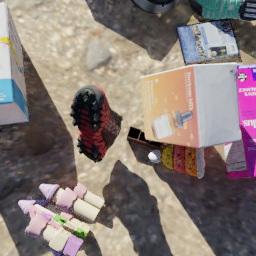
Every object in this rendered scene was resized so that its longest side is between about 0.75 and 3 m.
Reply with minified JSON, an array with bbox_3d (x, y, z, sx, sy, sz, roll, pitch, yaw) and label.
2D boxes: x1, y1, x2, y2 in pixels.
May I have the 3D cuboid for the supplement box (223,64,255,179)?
[{"bbox_3d":[3.505,-0.136,7.690,1.488,1.519,2.940,-5,80,-2],"label":"supplement box"}]

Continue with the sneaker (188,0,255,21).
[{"bbox_3d":[3.141,-3.946,8.974,2.336,0.869,1.022,21,38,17],"label":"sneaker"}]

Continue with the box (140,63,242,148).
[{"bbox_3d":[1.445,-0.555,7.004,1.249,2.349,1.789,-8,95,-25],"label":"box"}]

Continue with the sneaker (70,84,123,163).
[{"bbox_3d":[-0.712,-0.238,6.888,0.898,2.539,1.241,29,56,19],"label":"sneaker"}]

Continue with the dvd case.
[{"bbox_3d":[2.527,-2.782,8.907,1.784,0.157,1.273,-10,78,-2],"label":"dvd case"}]

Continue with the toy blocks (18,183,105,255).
[{"bbox_3d":[-1.979,2.393,6.877,1.949,2.163,2.315,28,83,2],"label":"toy blocks"}]

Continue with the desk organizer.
[{"bbox_3d":[0.491,0.287,8.155,1.042,0.401,0.374,17,79,3],"label":"desk organizer"}]

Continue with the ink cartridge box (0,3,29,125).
[{"bbox_3d":[-3.986,-1.584,7.596,2.003,1.993,2.730,-7,78,-11],"label":"ink cartridge box"}]

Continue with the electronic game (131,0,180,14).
[{"bbox_3d":[0.812,-4.767,8.636,2.368,0.493,2.368,-5,101,-27],"label":"electronic game"}]

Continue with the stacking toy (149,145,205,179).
[{"bbox_3d":[1.351,0.843,7.875,1.557,1.138,1.138,-3,78,17],"label":"stacking toy"}]
